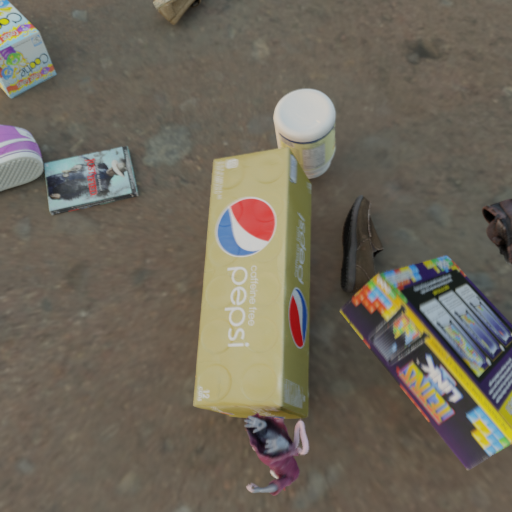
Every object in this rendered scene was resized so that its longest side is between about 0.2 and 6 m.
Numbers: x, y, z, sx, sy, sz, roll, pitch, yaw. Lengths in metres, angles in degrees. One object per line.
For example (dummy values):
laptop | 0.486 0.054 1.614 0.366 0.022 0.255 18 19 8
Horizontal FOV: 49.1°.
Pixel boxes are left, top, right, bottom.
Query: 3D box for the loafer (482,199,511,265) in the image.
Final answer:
loafer | 3.722 -0.341 8.356 0.661 0.755 2.100 -4 21 24

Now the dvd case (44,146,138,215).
dvd case | -3.393 -1.565 11.475 1.754 0.193 1.280 -13 61 -8

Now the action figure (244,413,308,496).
action figure | 0.338 2.684 7.601 1.032 1.385 0.928 -16 37 10

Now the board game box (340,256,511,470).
board game box | 2.889 1.283 8.148 3.046 0.864 2.518 -7 56 -54

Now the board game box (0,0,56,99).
board game box | -5.887 -4.970 12.822 1.252 1.230 2.388 -37 67 -19

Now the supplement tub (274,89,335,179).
supplement tub | 0.959 -2.294 10.783 1.132 1.561 1.132 -3 66 7

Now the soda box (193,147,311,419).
soda box | 0.036 0.436 9.087 1.412 1.334 4.168 -5 67 21

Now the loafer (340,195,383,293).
loafer | 2.001 -0.195 10.467 0.698 0.718 1.967 10 69 -2

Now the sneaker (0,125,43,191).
sneaker | -5.703 -1.902 11.352 2.527 0.916 1.441 -17 56 -18

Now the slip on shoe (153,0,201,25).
slip on shoe | -1.671 -6.637 14.127 0.885 0.705 2.327 -14 33 43
